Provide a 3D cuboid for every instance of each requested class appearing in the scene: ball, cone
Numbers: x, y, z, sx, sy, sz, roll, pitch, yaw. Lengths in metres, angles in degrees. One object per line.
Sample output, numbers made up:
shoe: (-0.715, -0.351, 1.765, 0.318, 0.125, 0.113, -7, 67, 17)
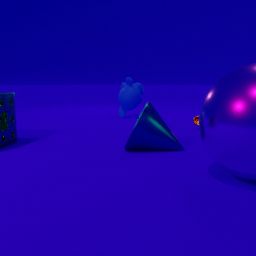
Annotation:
ball: (1.520, -0.067, 3.243, 1.355, 1.355, 1.355, 0, 9, 0)
cone: (0.550, 0.161, 4.749, 0.924, 0.921, 0.921, 28, 12, 3)

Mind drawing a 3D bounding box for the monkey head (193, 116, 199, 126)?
monkey head: (2.325, -0.268, 6.605, 1.426, 1.026, 0.859, -12, -23, -7)

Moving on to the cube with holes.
cube with holes: (-2.654, -0.130, 4.933, 0.945, 0.945, 0.945, 1, 9, 5)

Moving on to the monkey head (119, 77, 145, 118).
monkey head: (-0.021, -1.072, 8.951, 1.004, 1.395, 0.841, 34, 37, 28)
